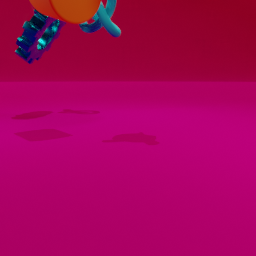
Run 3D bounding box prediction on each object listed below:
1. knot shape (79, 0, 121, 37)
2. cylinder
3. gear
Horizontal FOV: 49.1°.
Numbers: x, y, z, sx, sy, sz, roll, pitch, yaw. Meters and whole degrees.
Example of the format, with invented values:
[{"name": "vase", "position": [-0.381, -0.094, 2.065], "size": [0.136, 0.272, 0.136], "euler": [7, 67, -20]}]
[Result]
[{"name": "knot shape", "position": [-1.035, -3.663, 8.891], "size": [1.708, 1.826, 0.844], "euler": [13, 49, 47]}, {"name": "cylinder", "position": [-1.124, -2.403, 4.867], "size": [0.997, 0.997, 0.997], "euler": [-8, 30, -39]}, {"name": "gear", "position": [-2.506, -2.880, 8.317], "size": [0.387, 2.090, 2.090], "euler": [36, 7, -7]}]
